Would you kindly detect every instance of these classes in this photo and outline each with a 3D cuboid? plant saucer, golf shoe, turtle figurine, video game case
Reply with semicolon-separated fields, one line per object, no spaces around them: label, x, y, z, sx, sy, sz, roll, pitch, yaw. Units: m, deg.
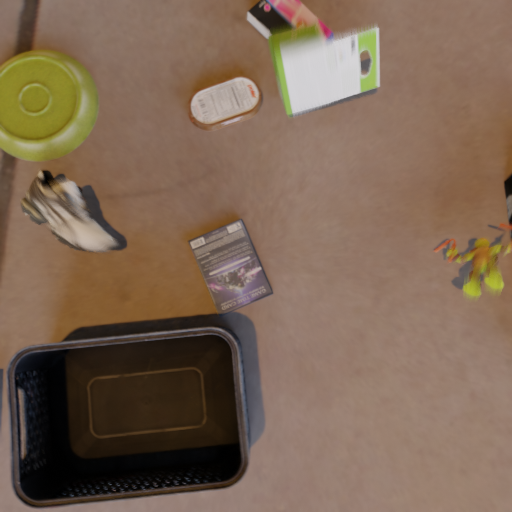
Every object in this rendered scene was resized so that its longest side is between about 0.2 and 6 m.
plant saucer;-3.855;-2.717;9.882;2.079;0.323;2.079;0;82;0
golf shoe;-3.056;-0.726;9.200;1.843;0.717;0.871;30;111;12
turtle figurine;3.554;0.105;8.945;1.419;0.457;1.144;-12;40;32
video game case;-0.444;0.199;9.620;1.013;0.135;1.418;-23;85;-3

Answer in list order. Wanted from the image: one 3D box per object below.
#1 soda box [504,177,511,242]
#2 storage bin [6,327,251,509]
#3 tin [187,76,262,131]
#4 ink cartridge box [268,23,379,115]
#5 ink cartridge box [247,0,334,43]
soda box;4.998;0.244;9.124;1.209;1.082;3.417;-3;83;1
storage bin;-1.828;2.357;8.638;3.360;1.575;2.272;-6;83;0
tin;-0.552;-2.698;9.917;1.357;0.284;0.760;-20;88;-3
ink cartridge box;1.155;-3.214;9.360;1.664;1.230;0.630;-15;55;3
ink cartridge box;0.730;-3.979;10.019;1.747;0.324;0.827;45;83;0
